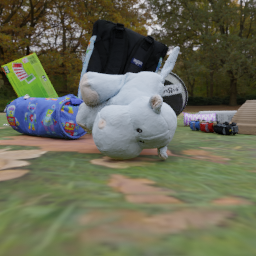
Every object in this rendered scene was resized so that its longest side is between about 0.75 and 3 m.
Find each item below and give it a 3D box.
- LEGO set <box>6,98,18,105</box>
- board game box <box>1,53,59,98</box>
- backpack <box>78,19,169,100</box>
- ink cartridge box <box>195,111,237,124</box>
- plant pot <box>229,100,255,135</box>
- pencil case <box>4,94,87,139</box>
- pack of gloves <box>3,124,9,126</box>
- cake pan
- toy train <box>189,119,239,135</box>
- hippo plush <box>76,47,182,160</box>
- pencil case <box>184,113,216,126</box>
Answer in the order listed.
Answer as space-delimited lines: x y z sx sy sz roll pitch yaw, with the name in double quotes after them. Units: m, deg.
-3.626 -0.590 11.772 2.297 1.731 2.987 -33 6 -21 "LEGO set"
-3.322 -1.297 10.057 1.229 2.420 0.576 -29 9 -17 "board game box"
-0.388 -1.313 8.627 2.427 2.975 2.287 15 -14 -15 "backpack"
4.473 -0.417 14.025 2.219 0.686 2.737 0 -5 7 "ink cartridge box"
4.462 -0.371 9.107 2.310 1.066 2.310 1 5 0 "plant pot"
-2.274 -0.354 7.805 2.751 1.195 1.073 4 9 39 "pencil case"
-5.167 -0.226 13.126 0.995 0.196 0.836 2 6 27 "pack of gloves"
1.267 -1.282 12.716 2.846 2.846 0.522 1 35 10 "cake pan"
2.673 -0.027 9.189 0.543 0.405 2.373 -14 9 -16 "toy train"
0.187 -0.073 4.779 2.141 1.706 1.722 -15 36 -4 "hippo plush"
3.105 -0.365 12.116 1.438 0.615 0.603 -1 11 7 "pencil case"
